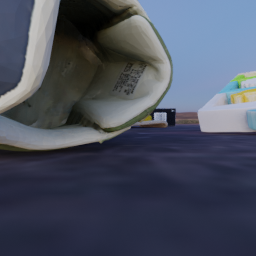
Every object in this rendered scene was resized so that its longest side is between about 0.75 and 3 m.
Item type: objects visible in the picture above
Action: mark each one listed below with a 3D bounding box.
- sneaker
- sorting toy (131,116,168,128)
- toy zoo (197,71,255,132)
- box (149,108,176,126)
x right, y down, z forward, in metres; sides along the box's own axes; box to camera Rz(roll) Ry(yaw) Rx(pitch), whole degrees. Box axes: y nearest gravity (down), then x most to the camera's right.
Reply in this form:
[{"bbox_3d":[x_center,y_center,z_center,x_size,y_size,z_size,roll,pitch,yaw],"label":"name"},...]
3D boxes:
[{"bbox_3d":[-0.301,-0.245,1.515,1.089,0.813,2.425,10,2,14],"label":"sneaker"},{"bbox_3d":[-0.069,-0.182,7.946,1.845,0.337,1.708,0,1,-25],"label":"sorting toy"},{"bbox_3d":[2.057,-0.451,3.497,1.838,0.287,2.802,-5,17,33],"label":"toy zoo"},{"bbox_3d":[1.080,-0.359,9.758,1.047,0.625,1.065,0,1,2],"label":"box"}]
